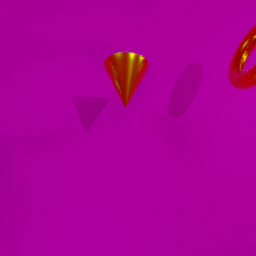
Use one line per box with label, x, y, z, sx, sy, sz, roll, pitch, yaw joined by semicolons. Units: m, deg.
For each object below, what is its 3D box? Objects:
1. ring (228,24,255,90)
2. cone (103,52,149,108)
ring;3.028;-1.787;6.487;0.388;1.941;1.941;25;80;-9
cone;-0.047;-0.953;6.387;1.087;1.087;1.091;1;70;0
